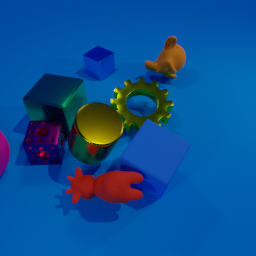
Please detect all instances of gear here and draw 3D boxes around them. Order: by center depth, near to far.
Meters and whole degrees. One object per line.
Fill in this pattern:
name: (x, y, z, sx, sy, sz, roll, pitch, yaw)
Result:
gear: (0.395, -0.664, 8.197, 1.780, 0.329, 1.780, 1, 62, -2)

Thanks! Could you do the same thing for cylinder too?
cylinder: (-0.774, 0.141, 6.508, 1.101, 1.101, 1.101, 9, 59, -16)

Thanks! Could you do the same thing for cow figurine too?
cow figurine: (-0.545, 1.236, 5.963, 1.410, 1.433, 0.786, 10, 71, -19)

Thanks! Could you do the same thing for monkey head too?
monkey head: (1.295, -2.350, 9.583, 1.299, 1.805, 1.088, 14, 78, 14)

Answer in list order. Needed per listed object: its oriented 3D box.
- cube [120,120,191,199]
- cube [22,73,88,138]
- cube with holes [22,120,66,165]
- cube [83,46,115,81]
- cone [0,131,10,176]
cube: (0.593, 0.743, 6.520, 1.152, 1.152, 1.152, 30, 64, 13)
cube: (-1.984, -0.634, 8.002, 1.256, 1.256, 1.256, 11, 47, 14)
cube with holes: (-2.153, 0.384, 7.350, 0.833, 0.833, 0.833, -1, 47, -2)
cube: (-1.015, -2.314, 9.975, 0.789, 0.789, 0.789, 28, 53, 24)
cone: (-3.442, 0.422, 6.071, 1.681, 1.687, 1.681, 7, 73, -23)
